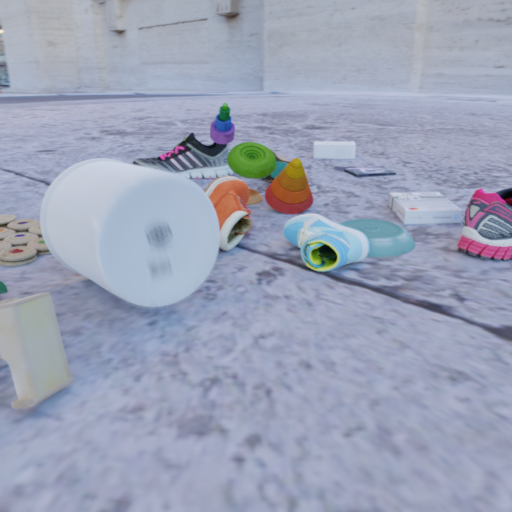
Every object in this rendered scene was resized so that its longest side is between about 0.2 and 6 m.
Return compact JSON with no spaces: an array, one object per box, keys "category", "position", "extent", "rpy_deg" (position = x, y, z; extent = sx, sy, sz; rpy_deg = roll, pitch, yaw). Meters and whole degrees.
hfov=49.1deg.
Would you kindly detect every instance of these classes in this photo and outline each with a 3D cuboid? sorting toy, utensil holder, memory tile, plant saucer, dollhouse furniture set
[{"category":"sorting toy","position":[0.087,-2.224,11.802],"extent":[1.079,1.072,3.112],"rpy_deg":[-29,61,-28]},{"category":"utensil holder","position":[-1.671,-0.373,7.335],"extent":[1.737,1.737,2.044],"rpy_deg":[-14,18,-33]},{"category":"memory tile","position":[-4.298,-0.321,9.733],"extent":[2.319,0.195,1.777],"rpy_deg":[9,22,25]},{"category":"plant saucer","position":[1.973,-0.361,9.726],"extent":[1.557,0.280,1.557],"rpy_deg":[0,20,0]},{"category":"dollhouse furniture set","position":[-2.650,0.978,5.415],"extent":[1.444,0.940,1.327],"rpy_deg":[-12,3,16]},{"category":"plant saucer","position":[-0.324,-1.340,12.449],"extent":[0.965,0.181,0.965],"rpy_deg":[4,22,-2]}]

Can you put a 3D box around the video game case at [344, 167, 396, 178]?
[{"category":"video game case","position":[3.091,-2.284,15.224],"extent":[1.152,0.109,0.823],"rpy_deg":[-6,21,-14]}]

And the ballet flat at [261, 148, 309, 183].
[{"category":"ballet flat","position":[0.624,-2.136,14.117],"extent":[0.807,0.817,2.400],"rpy_deg":[14,18,-27]}]

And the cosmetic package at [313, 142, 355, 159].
[{"category":"cosmetic package","position":[2.426,-3.295,17.456],"extent":[1.277,0.455,0.648],"rpy_deg":[2,20,6]}]

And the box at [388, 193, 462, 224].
[{"category":"box","position":[3.399,-0.991,11.412],"extent":[1.120,0.296,1.437],"rpy_deg":[-1,19,-1]}]

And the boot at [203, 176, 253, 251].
[{"category":"boot","position":[-0.485,-0.739,10.043],"extent":[1.252,0.876,2.335],"rpy_deg":[11,32,22]}]

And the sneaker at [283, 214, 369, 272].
[{"category":"sneaker","position":[0.862,-0.225,8.849],"extent":[1.597,0.635,1.042],"rpy_deg":[15,24,39]}]

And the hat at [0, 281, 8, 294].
[{"category":"hat","position":[-4.389,0.844,6.585],"extent":[2.166,1.906,1.794],"rpy_deg":[26,-6,-27]}]

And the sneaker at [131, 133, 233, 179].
[{"category":"sneaker","position":[-1.910,-2.615,14.560],"extent":[2.672,1.169,0.986],"rpy_deg":[-4,21,-11]}]

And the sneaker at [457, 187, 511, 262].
[{"category":"sneaker","position":[4.706,-0.658,9.377],"extent":[2.874,1.073,1.159],"rpy_deg":[-10,22,-27]}]
